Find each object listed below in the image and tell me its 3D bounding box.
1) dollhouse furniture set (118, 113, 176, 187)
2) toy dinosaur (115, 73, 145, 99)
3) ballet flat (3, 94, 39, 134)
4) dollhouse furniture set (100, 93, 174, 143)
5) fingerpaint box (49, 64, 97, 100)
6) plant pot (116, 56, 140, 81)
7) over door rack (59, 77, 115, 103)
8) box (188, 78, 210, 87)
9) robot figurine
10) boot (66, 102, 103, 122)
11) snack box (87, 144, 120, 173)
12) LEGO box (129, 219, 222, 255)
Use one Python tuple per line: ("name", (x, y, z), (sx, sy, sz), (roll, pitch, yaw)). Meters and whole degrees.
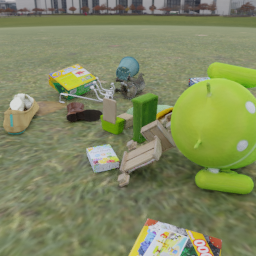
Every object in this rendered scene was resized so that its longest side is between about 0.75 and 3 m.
("dollhouse furniture set", (0.680, 0.622, 6.259), (1.424, 0.815, 1.669), (-29, 25, 28))
("toy dinosaur", (0.187, -1.714, 11.633), (1.158, 0.872, 2.265), (28, 29, 26))
("ballet flat", (-3.405, -0.678, 9.063), (0.903, 0.829, 2.630), (-5, 25, -11))
("dollhouse furniture set", (0.526, -0.692, 8.607), (1.594, 1.221, 2.433), (20, 31, 37))
("fingerpaint box", (-2.250, -1.895, 11.434), (1.252, 0.550, 1.501), (39, 48, 22))
("plant pot", (-0.072, -2.812, 13.665), (1.060, 1.060, 1.038), (7, 34, 15))
("over door rack", (-1.591, -1.524, 11.121), (2.057, 0.685, 1.519), (0, 23, 1))
("box", (3.795, -1.868, 12.203), (1.984, 0.396, 1.358), (-3, 25, -6))
("robot figurine", (1.952, -0.006, 5.846), (1.695, 2.571, 2.931), (7, -4, 32))
("boot", (-1.493, -0.605, 9.488), (1.209, 0.417, 1.297), (-2, 20, -9))
("snack box", (-0.615, 0.712, 6.726), (0.608, 0.227, 0.856), (-8, 26, -17))
("LEGO box", (0.507, 1.973, 3.523), (1.110, 0.575, 1.491), (10, 26, 20))
